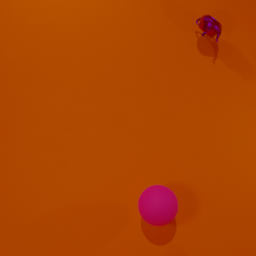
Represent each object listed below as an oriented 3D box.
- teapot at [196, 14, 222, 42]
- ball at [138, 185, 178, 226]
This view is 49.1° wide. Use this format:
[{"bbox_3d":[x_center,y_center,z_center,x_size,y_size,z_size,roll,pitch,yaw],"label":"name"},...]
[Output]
[{"bbox_3d":[2.284,-2.791,7.845,0.536,0.681,1.095,-52,52,23],"label":"teapot"},{"bbox_3d":[0.676,1.740,6.308,0.897,0.897,0.897,0,76,0],"label":"ball"}]
